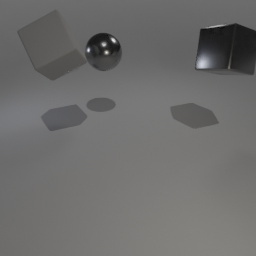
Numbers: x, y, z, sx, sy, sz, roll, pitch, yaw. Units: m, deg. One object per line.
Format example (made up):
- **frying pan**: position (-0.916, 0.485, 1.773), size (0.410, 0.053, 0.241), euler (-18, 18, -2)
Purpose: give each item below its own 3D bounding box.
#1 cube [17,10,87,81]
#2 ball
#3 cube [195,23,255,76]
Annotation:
- **cube**: position (-2.355, -2.568, 8.953), size (1.400, 1.400, 1.400), euler (-27, -6, 4)
- **ball**: position (-0.919, -2.852, 10.554), size (1.400, 1.400, 1.400), euler (0, 31, 0)
- **cube**: position (3.286, -2.538, 9.310), size (1.400, 1.400, 1.400), euler (0, 10, -36)
